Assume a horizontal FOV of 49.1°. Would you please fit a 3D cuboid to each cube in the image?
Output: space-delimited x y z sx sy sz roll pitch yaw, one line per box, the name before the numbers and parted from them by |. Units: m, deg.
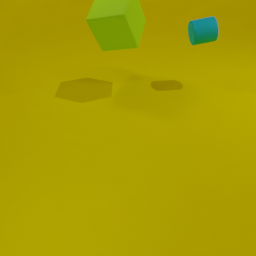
cube | -0.326 -3.332 8.685 1.277 1.277 1.277 2 60 23

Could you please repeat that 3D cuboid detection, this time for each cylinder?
cylinder | 2.448 -3.176 9.179 0.784 0.784 0.784 -11 37 1
